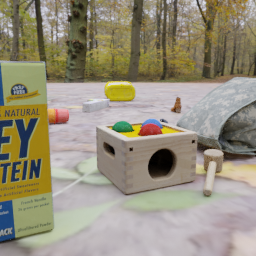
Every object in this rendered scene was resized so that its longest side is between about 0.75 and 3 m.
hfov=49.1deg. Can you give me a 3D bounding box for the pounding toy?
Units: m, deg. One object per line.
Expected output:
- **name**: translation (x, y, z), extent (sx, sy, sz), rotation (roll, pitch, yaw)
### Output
- **pounding toy**: translation (0.697, 0.348, 4.419), extent (1.953, 0.893, 1.715), rotation (-5, 12, -24)

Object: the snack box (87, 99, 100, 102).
- **snack box**: translation (-1.481, -1.287, 14.146), extent (1.001, 0.339, 0.844), rotation (2, 11, 2)

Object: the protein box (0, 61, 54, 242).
- **protein box**: translation (-1.676, 0.117, 3.312), extent (1.199, 1.764, 1.777), rotation (-5, 12, -25)

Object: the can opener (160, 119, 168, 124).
- **can opener**: translation (0.973, -0.068, 8.163), extent (0.384, 0.476, 1.212), rotation (-39, 9, 2)

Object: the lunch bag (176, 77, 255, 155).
- **lunch bag**: translation (2.271, -0.193, 6.117), extent (2.088, 1.228, 1.712), rotation (-29, 17, -11)

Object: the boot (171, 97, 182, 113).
- **boot**: translation (2.030, -0.990, 11.832), extent (0.320, 0.648, 0.834), rotation (-1, 11, -7)

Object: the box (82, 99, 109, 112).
- **box**: translation (-1.422, -1.040, 12.716), extent (0.384, 0.411, 1.982), rotation (7, 14, 20)

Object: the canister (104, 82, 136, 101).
- **canister**: translation (-0.521, -2.289, 17.405), extent (1.855, 1.081, 2.497), rotation (-1, 13, -6)

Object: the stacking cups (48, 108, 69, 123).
- **stacking cups**: translation (-2.984, -0.342, 8.925), extent (2.161, 0.654, 0.654), rotation (0, 10, -22)
